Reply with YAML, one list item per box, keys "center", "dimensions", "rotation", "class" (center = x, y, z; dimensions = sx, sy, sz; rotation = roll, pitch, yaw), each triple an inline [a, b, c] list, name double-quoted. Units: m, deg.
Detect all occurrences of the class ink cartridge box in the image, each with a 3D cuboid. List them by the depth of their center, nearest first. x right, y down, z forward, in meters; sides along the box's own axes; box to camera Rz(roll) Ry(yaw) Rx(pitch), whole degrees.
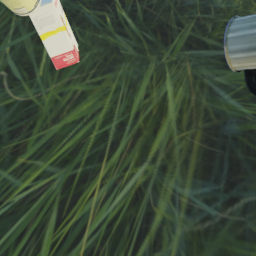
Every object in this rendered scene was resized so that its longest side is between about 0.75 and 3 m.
- center: [-1.538, -2.078, 5.915]
  dimensions: [0.553, 1.325, 0.962]
  rotation: [-18, 41, 3]
  class: "ink cartridge box"

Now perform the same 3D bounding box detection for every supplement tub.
- center: [-1.651, -2.031, 4.016]
  dimensions: [0.562, 0.775, 0.562]
  rotation: [0, 87, 8]
  class: "supplement tub"

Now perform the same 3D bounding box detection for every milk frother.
- center: [2.668, -1.400, 5.092]
  dimensions: [2.017, 1.897, 1.820]
  rotation: [-2, 95, -42]
  class: "milk frother"
